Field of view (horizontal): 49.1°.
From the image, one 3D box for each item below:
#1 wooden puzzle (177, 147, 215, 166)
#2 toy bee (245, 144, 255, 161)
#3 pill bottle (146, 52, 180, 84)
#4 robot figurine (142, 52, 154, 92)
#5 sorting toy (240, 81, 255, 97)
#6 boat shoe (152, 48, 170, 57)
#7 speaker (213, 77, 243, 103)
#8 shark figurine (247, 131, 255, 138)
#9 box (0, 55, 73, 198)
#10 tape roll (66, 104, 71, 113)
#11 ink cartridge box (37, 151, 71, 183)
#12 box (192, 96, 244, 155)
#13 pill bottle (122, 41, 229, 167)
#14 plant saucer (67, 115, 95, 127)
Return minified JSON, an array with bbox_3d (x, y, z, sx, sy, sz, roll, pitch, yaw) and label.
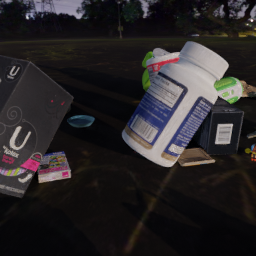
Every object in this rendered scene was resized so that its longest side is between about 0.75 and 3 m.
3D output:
[{"bbox_3d":[1.736,0.803,7.676,0.929,0.187,1.004,-5,18,-11],"label":"wooden puzzle"},{"bbox_3d":[3.494,0.681,7.746,0.825,0.449,0.540,14,-1,-39],"label":"toy bee"},{"bbox_3d":[1.440,-1.313,9.525,1.255,2.267,1.255,-13,7,2],"label":"pill bottle"},{"bbox_3d":[1.705,-2.542,13.785,2.492,1.643,2.840,36,35,1],"label":"robot figurine"},{"bbox_3d":[5.303,-1.942,14.207,2.737,0.403,2.023,-2,26,-14],"label":"sorting toy"},{"bbox_3d":[1.893,-2.975,12.556,1.825,0.517,0.626,36,72,21],"label":"boat shoe"},{"bbox_3d":[3.632,-1.392,11.723,2.891,1.279,1.279,-19,29,-39],"label":"speaker"},{"bbox_3d":[5.062,-0.120,8.518,1.907,1.332,3.192,-12,23,-24],"label":"shark figurine"},{"bbox_3d":[-2.590,-0.047,6.015,1.355,2.556,1.562,17,-13,30],"label":"box"},{"bbox_3d":[-3.386,-1.036,11.602,1.971,0.651,1.971,1,21,0],"label":"tape roll"},{"bbox_3d":[-1.960,0.936,7.223,0.762,0.268,1.277,-7,21,-19],"label":"ink cartridge box"},{"bbox_3d":[2.579,-0.145,8.494,0.934,1.294,1.744,-2,22,-6],"label":"box"},{"bbox_3d":[1.210,-0.608,7.126,1.605,2.893,1.605,30,11,-6],"label":"pill bottle"},{"bbox_3d":[-1.709,-0.227,10.221,0.985,0.177,0.985,0,21,0],"label":"plant saucer"}]
